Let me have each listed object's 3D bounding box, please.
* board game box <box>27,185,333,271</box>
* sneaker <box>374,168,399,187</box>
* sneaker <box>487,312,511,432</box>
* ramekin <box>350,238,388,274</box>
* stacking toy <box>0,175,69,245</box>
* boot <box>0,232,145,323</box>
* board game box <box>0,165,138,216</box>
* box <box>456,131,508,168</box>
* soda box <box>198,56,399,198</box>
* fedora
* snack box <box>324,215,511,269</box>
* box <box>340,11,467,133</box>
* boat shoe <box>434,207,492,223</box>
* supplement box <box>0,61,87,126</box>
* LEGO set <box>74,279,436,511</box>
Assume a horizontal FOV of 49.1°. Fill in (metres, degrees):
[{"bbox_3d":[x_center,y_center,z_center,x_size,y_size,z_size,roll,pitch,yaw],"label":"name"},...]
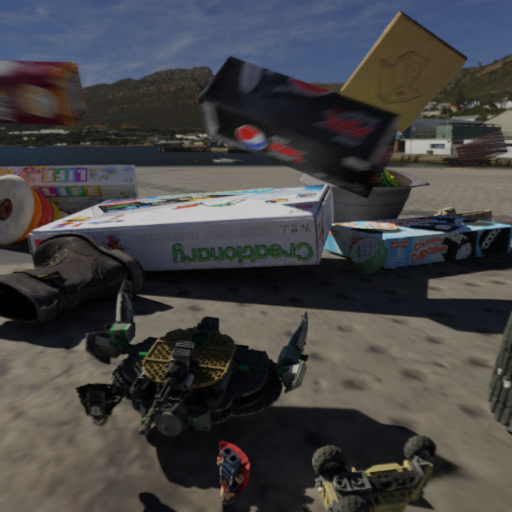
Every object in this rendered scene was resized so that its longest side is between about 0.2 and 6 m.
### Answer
[{"bbox_3d":[-1.106,-0.533,10.156,4.808,0.832,3.035,-3,15,13],"label":"board game box"},{"bbox_3d":[2.405,-1.568,12.591,1.032,1.165,2.787,9,-12,42],"label":"sneaker"},{"bbox_3d":[2.517,1.025,3.916,1.300,1.146,2.917,12,20,7],"label":"sneaker"},{"bbox_3d":[1.901,-0.021,9.548,0.606,0.606,0.296,15,-24,52],"label":"ramekin"},{"bbox_3d":[-5.082,-0.863,12.909,1.552,1.552,2.124,5,-7,24],"label":"stacking toy"},{"bbox_3d":[-2.947,0.269,7.691,2.383,0.825,2.075,10,15,32],"label":"boot"},{"bbox_3d":[-4.530,-1.428,13.819,3.170,0.543,2.131,-2,-24,-8],"label":"board game box"},{"bbox_3d":[3.801,-1.794,9.468,0.285,0.380,0.760,-18,0,-31],"label":"box"},{"bbox_3d":[0.678,-2.205,9.443,3.196,1.131,1.012,25,-22,17],"label":"soda box"},{"bbox_3d":[2.491,-1.251,13.402,2.867,1.464,3.242,-6,20,-20],"label":"fedora"},{"bbox_3d":[3.216,-0.348,11.204,3.252,0.603,1.889,-6,13,-27],"label":"snack box"},{"bbox_3d":[3.031,-3.755,11.693,1.694,2.072,0.220,30,46,-10],"label":"box"},{"bbox_3d":[4.718,-0.891,13.734,1.993,0.647,0.719,3,12,14],"label":"boat shoe"},{"bbox_3d":[-2.739,-1.981,6.809,1.137,0.627,0.487,3,39,6],"label":"supplement box"},{"bbox_3d":[-0.265,1.146,4.170,2.012,0.878,3.099,-7,26,-20],"label":"LEGO set"}]
